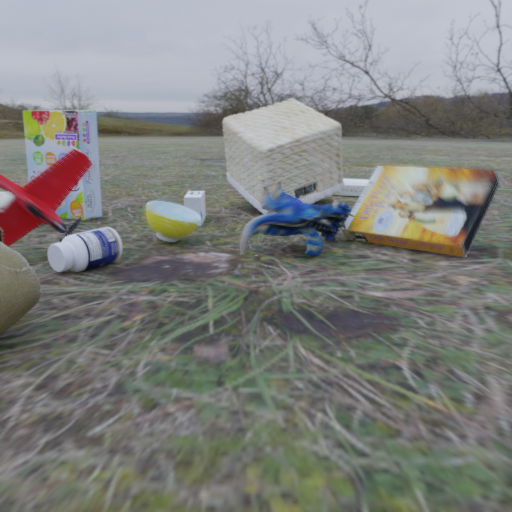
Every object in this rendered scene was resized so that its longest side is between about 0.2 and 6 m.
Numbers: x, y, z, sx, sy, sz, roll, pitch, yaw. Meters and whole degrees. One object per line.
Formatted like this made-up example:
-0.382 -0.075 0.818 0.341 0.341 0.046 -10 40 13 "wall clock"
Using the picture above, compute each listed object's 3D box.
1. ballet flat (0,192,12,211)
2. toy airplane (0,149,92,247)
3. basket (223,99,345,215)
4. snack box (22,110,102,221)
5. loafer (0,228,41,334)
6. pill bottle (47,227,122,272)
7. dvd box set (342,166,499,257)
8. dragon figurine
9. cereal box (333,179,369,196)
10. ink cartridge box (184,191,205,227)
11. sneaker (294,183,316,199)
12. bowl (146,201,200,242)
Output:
-5.240 -1.025 11.380 1.916 0.646 0.610 0 -25 35 "ballet flat"
-3.623 -1.007 8.432 2.266 2.266 0.417 -5 26 -18 "toy airplane"
0.587 -2.276 12.620 2.106 1.709 2.125 -22 39 -20 "basket"
-4.183 -1.981 12.113 1.616 2.272 0.602 8 15 26 "snack box"
-3.494 0.139 6.317 1.157 1.304 3.430 -12 29 -40 "loafer"
-2.526 -0.073 8.263 0.552 0.552 0.995 11 19 35 "pill bottle"
2.789 -0.851 9.665 2.234 0.328 1.635 12 60 42 "dvd box set"
0.742 -0.538 9.061 1.422 0.842 2.860 20 18 12 "dragon figurine"
2.715 -1.911 15.626 1.802 0.356 1.296 6 16 23 "cereal box"
-1.275 -1.013 11.725 0.358 0.612 1.056 0 14 0 "ink cartridge box"
0.877 -1.729 14.333 2.544 0.987 1.160 -1 -8 6 "sneaker"
-1.509 -0.554 9.844 0.972 0.523 0.972 17 18 -5 "bowl"
